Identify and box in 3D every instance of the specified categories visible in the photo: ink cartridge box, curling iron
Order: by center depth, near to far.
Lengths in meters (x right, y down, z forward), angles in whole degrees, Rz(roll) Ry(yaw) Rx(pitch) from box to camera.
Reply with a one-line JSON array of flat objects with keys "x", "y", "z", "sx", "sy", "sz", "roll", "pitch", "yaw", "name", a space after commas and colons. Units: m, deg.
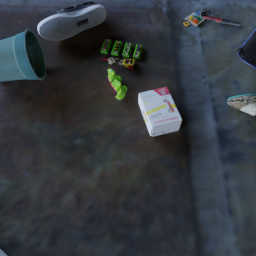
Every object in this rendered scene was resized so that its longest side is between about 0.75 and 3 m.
[{"x": 1.026, "y": -0.547, "z": 9.147, "sx": 1.027, "sy": 0.590, "sz": 1.414, "roll": -14, "pitch": 60, "yaw": -8, "name": "ink cartridge box"}, {"x": 3.847, "y": -4.603, "z": 11.717, "sx": 1.754, "sy": 0.224, "sz": 0.435, "roll": 21, "pitch": 105, "yaw": 6, "name": "curling iron"}]

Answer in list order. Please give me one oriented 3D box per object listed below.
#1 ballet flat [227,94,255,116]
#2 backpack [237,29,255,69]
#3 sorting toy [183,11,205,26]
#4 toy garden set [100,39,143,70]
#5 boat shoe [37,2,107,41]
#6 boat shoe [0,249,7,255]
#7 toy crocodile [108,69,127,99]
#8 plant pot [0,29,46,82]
[{"x": 4.378, "y": -0.826, "z": 9.316, "sx": 2.072, "sy": 0.703, "sz": 0.780, "roll": -11, "pitch": 73, "yaw": -10, "name": "ballet flat"}, {"x": 5.077, "y": -2.812, "z": 9.995, "sx": 1.651, "sy": 1.511, "sz": 1.213, "roll": 44, "pitch": 47, "yaw": 12, "name": "backpack"}, {"x": 2.843, "y": -4.634, "z": 11.844, "sx": 1.161, "sy": 0.158, "sz": 0.654, "roll": -40, "pitch": 67, "yaw": -21, "name": "sorting toy"}, {"x": -0.302, "y": -2.880, "z": 10.706, "sx": 1.553, "sy": 0.310, "sz": 1.295, "roll": 11, "pitch": 60, "yaw": 7, "name": "toy garden set"}, {"x": -2.315, "y": -4.439, "z": 11.269, "sx": 2.936, "sy": 1.027, "sz": 0.973, "roll": -29, "pitch": 57, "yaw": -17, "name": "boat shoe"}, {"x": -4.013, "y": 2.840, "z": 6.813, "sx": 2.638, "sy": 1.125, "sz": 0.975, "roll": 34, "pitch": 65, "yaw": 18, "name": "boat shoe"}, {"x": -0.421, "y": -1.571, "z": 9.844, "sx": 0.426, "sy": 0.465, "sz": 1.378, "roll": -38, "pitch": 57, "yaw": 17, "name": "toy crocodile"}, {"x": -3.992, "y": -2.373, "z": 9.705, "sx": 1.704, "sy": 1.739, "sz": 1.739, "roll": -10, "pitch": 59, "yaw": 2, "name": "plant pot"}]
